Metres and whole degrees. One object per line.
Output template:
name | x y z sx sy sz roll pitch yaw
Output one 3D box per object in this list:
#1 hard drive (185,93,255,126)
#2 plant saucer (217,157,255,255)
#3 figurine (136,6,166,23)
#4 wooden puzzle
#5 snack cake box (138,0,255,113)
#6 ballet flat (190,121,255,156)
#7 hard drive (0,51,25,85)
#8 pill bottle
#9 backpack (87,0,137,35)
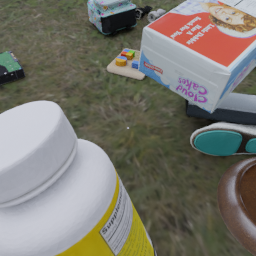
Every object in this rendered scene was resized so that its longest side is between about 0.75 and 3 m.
hard drive | 3.039 -0.584 7.796 2.827 0.465 1.973 8 20 8
plant saucer | 3.443 1.648 6.154 2.834 0.455 2.834 -1 46 1
figurine | 1.064 -5.377 13.049 1.164 0.501 1.136 24 46 20
wooden puzzle | 0.174 -2.438 10.207 1.430 0.357 1.544 17 48 16
snack cake box | 1.518 -1.509 4.627 1.437 0.840 2.499 37 58 21
ballet flat | 2.851 0.218 7.299 2.711 0.941 0.941 3 45 -7
hard drive | -4.839 -1.920 9.665 2.139 0.405 1.495 -26 51 -23
pill bottle | -0.697 1.100 3.362 1.528 2.745 1.528 -16 34 11
backpack | -0.796 -5.100 12.041 1.780 1.552 2.025 -28 44 -18
